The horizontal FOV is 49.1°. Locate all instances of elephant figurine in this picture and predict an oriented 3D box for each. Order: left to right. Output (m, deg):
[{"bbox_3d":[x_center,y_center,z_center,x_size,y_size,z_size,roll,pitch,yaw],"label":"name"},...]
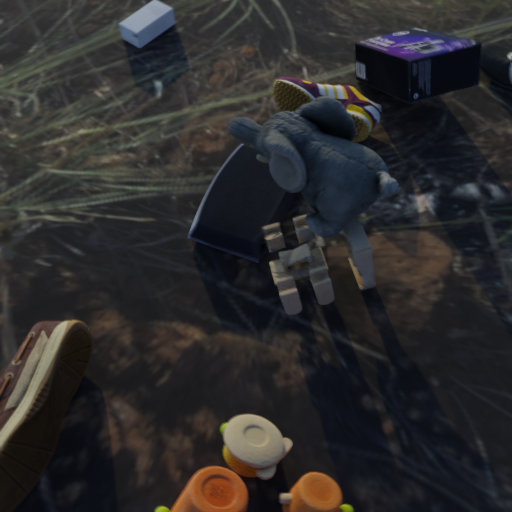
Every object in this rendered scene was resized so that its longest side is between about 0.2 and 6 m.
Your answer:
[{"bbox_3d":[0.673,-1.434,7.837,2.225,1.726,1.574,44,31,-7],"label":"elephant figurine"}]

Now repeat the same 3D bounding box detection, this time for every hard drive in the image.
[{"bbox_3d":[-0.142,-0.952,9.139,1.370,0.430,2.031,19,59,12],"label":"hard drive"}]

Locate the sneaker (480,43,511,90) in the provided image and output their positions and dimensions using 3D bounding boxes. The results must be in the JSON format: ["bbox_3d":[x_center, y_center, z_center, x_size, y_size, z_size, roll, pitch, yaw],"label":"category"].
[{"bbox_3d":[5.404,-3.574,10.431,2.636,1.167,0.977,36,65,22],"label":"sneaker"}]

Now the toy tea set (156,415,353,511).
[{"bbox_3d":[0.352,3.253,6.320,2.963,1.097,1.762,34,34,23],"label":"toy tea set"}]

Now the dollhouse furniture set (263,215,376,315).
[{"bbox_3d":[0.948,0.145,8.236,1.427,0.929,1.311,-17,49,4],"label":"dollhouse furniture set"}]

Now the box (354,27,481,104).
[{"bbox_3d":[2.849,-3.498,10.133,1.398,0.781,1.981,-16,32,-13],"label":"box"}]

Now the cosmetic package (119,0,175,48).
[{"bbox_3d":[-2.265,-4.845,11.689,0.548,0.399,1.078,35,65,21],"label":"cosmetic package"}]

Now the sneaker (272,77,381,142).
[{"bbox_3d":[1.284,-2.792,10.233,2.007,0.752,0.904,30,53,11],"label":"sneaker"}]

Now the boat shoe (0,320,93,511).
[{"bbox_3d":[-3.046,1.968,7.053,0.961,0.963,2.671,5,56,18],"label":"boat shoe"}]
